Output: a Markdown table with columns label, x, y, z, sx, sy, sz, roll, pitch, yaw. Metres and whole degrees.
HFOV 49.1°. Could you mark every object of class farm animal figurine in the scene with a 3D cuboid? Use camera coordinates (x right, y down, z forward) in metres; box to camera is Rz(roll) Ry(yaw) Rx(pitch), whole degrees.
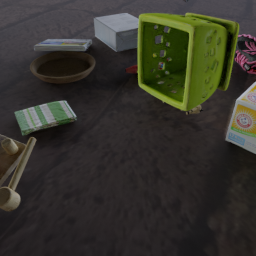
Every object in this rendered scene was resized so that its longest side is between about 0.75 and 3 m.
| label | x | y | z | sx | sy | sz | roll | pitch | yaw |
| --- | --- | --- | --- | --- | --- | --- | --- | --- | --- |
| farm animal figurine | 1.646 | -1.153 | 8.635 | 0.805 | 1.544 | 1.527 | -20 | 8 | -34 |

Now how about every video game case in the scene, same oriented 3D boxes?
| label | x | y | z | sx | sy | sz | roll | pitch | yaw |
| --- | --- | --- | --- | --- | --- | --- | --- | --- | --- |
| video game case | -2.727 | -3.590 | 12.102 | 2.087 | 0.230 | 1.900 | 1 | 25 | 2 |

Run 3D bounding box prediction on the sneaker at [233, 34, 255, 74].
| label | x | y | z | sx | sy | sz | roll | pitch | yaw |
| --- | --- | --- | --- | --- | --- | --- | --- | --- | --- |
| sneaker | 4.676 | -2.637 | 10.641 | 1.365 | 1.130 | 2.861 | -37 | 49 | -24 |

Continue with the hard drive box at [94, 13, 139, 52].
| label | x | y | z | sx | sy | sz | roll | pitch | yaw |
| --- | --- | --- | --- | --- | --- | --- | --- | --- | --- |
| hard drive box | -0.281 | -4.532 | 13.069 | 1.836 | 0.905 | 2.356 | -18 | 41 | -22 |

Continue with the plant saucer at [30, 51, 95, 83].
| label | x | y | z | sx | sy | sz | roll | pitch | yaw |
| --- | --- | --- | --- | --- | --- | --- | --- | --- | --- |
| plant saucer | -2.456 | -2.339 | 10.692 | 2.437 | 0.359 | 2.437 | 0 | 38 | 0 |

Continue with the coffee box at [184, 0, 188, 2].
| label | x | y | z | sx | sy | sz | roll | pitch | yaw |
| --- | --- | --- | --- | --- | --- | --- | --- | --- | --- |
| coffee box | 0.845 | -5.057 | 8.521 | 2.906 | 0.639 | 1.787 | 39 | 23 | -3 |

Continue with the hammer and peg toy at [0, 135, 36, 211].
| label | x | y | z | sx | sy | sz | roll | pitch | yaw |
| --- | --- | --- | --- | --- | --- | --- | --- | --- | --- |
| hammer and peg toy | -2.893 | 0.860 | 5.904 | 2.298 | 0.810 | 1.690 | 17 | 57 | 21 |

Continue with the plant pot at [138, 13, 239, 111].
| label | x | y | z | sx | sy | sz | roll | pitch | yaw |
| --- | --- | --- | --- | --- | --- | --- | --- | --- | --- |
| plant pot | 1.288 | -1.558 | 5.981 | 1.528 | 1.684 | 1.676 | -20 | 36 | -27 |

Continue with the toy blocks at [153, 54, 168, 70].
| label | x | y | z | sx | sy | sz | roll | pitch | yaw |
| --- | --- | --- | --- | --- | --- | --- | --- | --- | --- |
| toy blocks | 1.243 | -2.524 | 10.929 | 0.638 | 0.467 | 0.934 | 13 | 40 | -1 |

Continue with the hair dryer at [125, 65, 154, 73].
| label | x | y | z | sx | sy | sz | roll | pitch | yaw |
| --- | --- | --- | --- | --- | --- | --- | --- | --- | --- |
| hair dryer | 0.455 | -2.065 | 10.361 | 1.199 | 0.326 | 0.913 | 17 | 42 | 22 |

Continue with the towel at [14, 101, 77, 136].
| label | x | y | z | sx | sy | sz | roll | pitch | yaw |
| --- | --- | --- | --- | --- | --- | --- | --- | --- | --- |
| towel | -2.433 | -0.348 | 8.265 | 1.563 | 0.183 | 1.192 | -19 | 41 | -21 |

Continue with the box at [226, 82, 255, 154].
| label | x | y | z | sx | sy | sz | roll | pitch | yaw |
| --- | --- | --- | --- | --- | --- | --- | --- | --- | --- |
| box | 3.900 | -0.466 | 7.483 | 1.427 | 1.286 | 2.537 | 27 | 45 | 31 |
